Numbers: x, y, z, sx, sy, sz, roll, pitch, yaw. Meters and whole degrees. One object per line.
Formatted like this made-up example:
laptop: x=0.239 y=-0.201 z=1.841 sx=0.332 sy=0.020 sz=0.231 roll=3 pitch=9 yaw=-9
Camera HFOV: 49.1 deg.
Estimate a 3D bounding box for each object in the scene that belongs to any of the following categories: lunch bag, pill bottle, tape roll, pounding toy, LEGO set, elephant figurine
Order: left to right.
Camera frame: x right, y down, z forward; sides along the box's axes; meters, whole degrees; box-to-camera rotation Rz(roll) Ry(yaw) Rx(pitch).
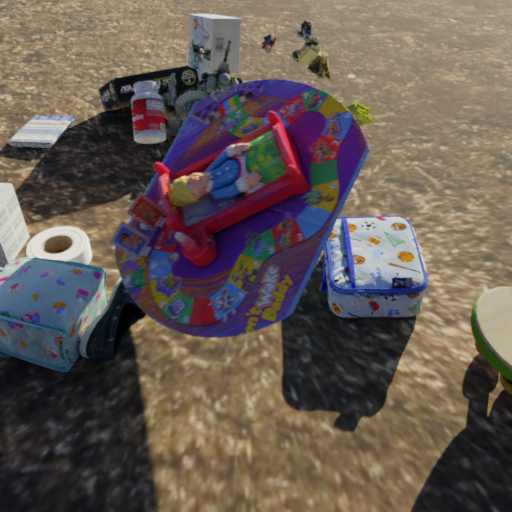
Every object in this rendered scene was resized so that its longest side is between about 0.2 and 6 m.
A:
lunch bag: x=-3.897 y=0.913 z=9.918 sx=2.037 sy=1.242 sz=1.735 roll=12 pitch=42 yaw=6
tape roll: x=-4.109 y=-0.077 z=11.695 sx=1.260 sy=0.441 sz=1.260 roll=0 pitch=41 yaw=0
pill bottle: x=-2.132 y=-2.821 z=11.042 sx=0.627 sy=1.116 sz=0.627 roll=-5 pitch=1 yaw=0
elephant figurine: x=-1.969 y=-4.125 z=15.948 sx=1.476 sy=1.346 sz=1.902 roll=54 pitch=42 yaw=3
LEGO set: x=-0.326 y=-3.170 z=10.922 sx=3.617 sy=2.349 sz=1.025 roll=-27 pitch=51 yaw=36
lunch bag: x=2.228 y=0.181 z=11.037 sx=1.985 sy=0.936 sz=2.477 roll=1 pitch=39 yaw=3
pounding toy: x=4.524 y=1.695 z=9.220 sx=2.494 sy=1.157 sz=1.925 roll=22 pitch=45 yaw=4

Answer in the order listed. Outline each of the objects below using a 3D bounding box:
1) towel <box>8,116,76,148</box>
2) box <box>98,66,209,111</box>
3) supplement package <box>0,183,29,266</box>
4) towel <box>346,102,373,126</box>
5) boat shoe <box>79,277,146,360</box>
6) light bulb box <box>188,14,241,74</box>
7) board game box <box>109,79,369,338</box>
towel: x=-6.092 y=-3.572 z=16.032 sx=1.323 sy=0.214 sz=1.801 roll=3 pitch=38 yaw=7
box: x=-2.847 y=-5.009 z=16.564 sx=3.175 sy=0.780 sz=2.559 roll=-18 pitch=15 yaw=-20
supplement package: x=-5.727 y=-0.681 z=11.646 sx=1.363 sy=1.425 sz=1.048 roll=5 pitch=40 yaw=5
towel: x=0.451 y=-2.316 z=11.024 sx=3.521 sy=0.318 sz=1.515 roll=-13 pitch=0 yaw=22
boat shoe: x=-2.357 y=1.027 z=10.134 sx=0.685 sy=0.772 sz=2.067 roll=14 pitch=43 yaw=14
light bulb box: x=-0.950 y=-4.745 z=12.524 sx=0.736 sy=1.169 sz=1.179 roll=-12 pitch=30 yaw=-31
board game box: x=-0.511 y=-1.046 z=8.571 sx=3.589 sy=0.884 sz=4.543 roll=21 pitch=79 yaw=32
